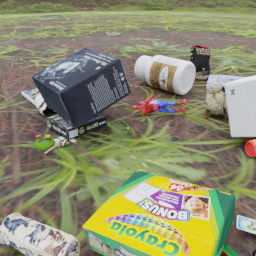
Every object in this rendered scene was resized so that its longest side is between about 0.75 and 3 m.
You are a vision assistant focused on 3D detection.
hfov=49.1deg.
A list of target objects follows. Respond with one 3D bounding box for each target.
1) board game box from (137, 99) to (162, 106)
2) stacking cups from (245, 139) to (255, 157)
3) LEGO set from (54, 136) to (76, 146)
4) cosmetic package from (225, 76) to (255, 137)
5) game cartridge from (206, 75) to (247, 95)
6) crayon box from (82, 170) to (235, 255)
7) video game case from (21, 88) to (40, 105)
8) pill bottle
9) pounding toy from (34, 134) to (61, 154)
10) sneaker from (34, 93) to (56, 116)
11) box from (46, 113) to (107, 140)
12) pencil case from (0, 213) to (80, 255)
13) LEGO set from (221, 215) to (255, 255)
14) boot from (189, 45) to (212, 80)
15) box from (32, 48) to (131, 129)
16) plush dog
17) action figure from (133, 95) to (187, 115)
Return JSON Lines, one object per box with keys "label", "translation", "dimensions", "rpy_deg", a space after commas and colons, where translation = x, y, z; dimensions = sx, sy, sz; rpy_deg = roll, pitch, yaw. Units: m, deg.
{"label": "board game box", "translation": [1.023, -1.001, 11.795], "dimensions": [1.109, 0.179, 0.666], "rpy_deg": [-14, 27, -37]}
{"label": "stacking cups", "translation": [4.898, 0.476, 8.657], "dimensions": [2.543, 0.769, 0.769], "rpy_deg": [-12, 30, -14]}
{"label": "LEGO set", "translation": [-2.053, 0.384, 9.282], "dimensions": [0.581, 0.191, 0.778], "rpy_deg": [-19, 30, -36]}
{"label": "cosmetic package", "translation": [4.430, -0.808, 9.082], "dimensions": [1.778, 1.767, 2.125], "rpy_deg": [-3, 11, 40]}
{"label": "game cartridge", "translation": [5.216, -2.068, 13.562], "dimensions": [2.665, 0.545, 1.774], "rpy_deg": [10, 33, 17]}
{"label": "crayon box", "translation": [0.678, 1.883, 5.639], "dimensions": [2.384, 0.695, 2.057], "rpy_deg": [8, 29, 32]}
{"label": "video game case", "translation": [-3.865, -1.519, 12.850], "dimensions": [1.484, 0.187, 1.629], "rpy_deg": [-21, 36, -34]}
{"label": "pill bottle", "translation": [1.703, -2.656, 13.507], "dimensions": [2.711, 1.550, 1.550], "rpy_deg": [24, 36, 36]}
{"label": "pounding toy", "translation": [-2.656, 0.409, 9.030], "dimensions": [0.866, 0.402, 0.669], "rpy_deg": [23, 36, 37]}
{"label": "sneaker", "translation": [-2.543, -0.990, 11.406], "dimensions": [2.309, 0.873, 1.012], "rpy_deg": [-16, 48, -22]}
{"label": "box", "translation": [-1.859, -0.249, 10.189], "dimensions": [1.733, 0.426, 1.397], "rpy_deg": [-23, 38, -39]}
{"label": "pencil case", "translation": [-1.713, 2.209, 5.383], "dimensions": [1.689, 0.657, 0.756], "rpy_deg": [13, 8, 22]}
{"label": "LEGO set", "translation": [2.684, 2.531, 5.286], "dimensions": [2.623, 0.644, 1.960], "rpy_deg": [12, 19, 19]}
{"label": "boot", "translation": [3.384, -3.555, 15.027], "dimensions": [2.238, 1.685, 0.819], "rpy_deg": [16, 32, 27]}
{"label": "box", "translation": [-1.640, -1.526, 9.838], "dimensions": [2.439, 1.432, 2.399], "rpy_deg": [-36, 40, -21]}
{"label": "plush dog", "translation": [3.718, -0.900, 10.773], "dimensions": [1.323, 1.540, 1.236], "rpy_deg": [7, 61, 33]}
{"label": "action figure", "translation": [1.202, -0.949, 11.269], "dimensions": [2.066, 0.674, 1.023], "rpy_deg": [-3, 28, -6]}
